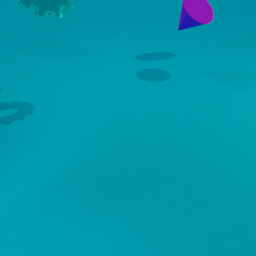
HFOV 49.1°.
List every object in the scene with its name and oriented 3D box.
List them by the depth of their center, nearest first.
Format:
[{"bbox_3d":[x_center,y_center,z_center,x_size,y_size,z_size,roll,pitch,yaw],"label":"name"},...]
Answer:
[{"bbox_3d":[-1.701,-2.942,5.629,1.447,1.447,0.268,-31,25,-34],"label":"gear"},{"bbox_3d":[1.868,-3.375,8.741,1.098,1.103,1.098,9,68,-22],"label":"cone"}]
